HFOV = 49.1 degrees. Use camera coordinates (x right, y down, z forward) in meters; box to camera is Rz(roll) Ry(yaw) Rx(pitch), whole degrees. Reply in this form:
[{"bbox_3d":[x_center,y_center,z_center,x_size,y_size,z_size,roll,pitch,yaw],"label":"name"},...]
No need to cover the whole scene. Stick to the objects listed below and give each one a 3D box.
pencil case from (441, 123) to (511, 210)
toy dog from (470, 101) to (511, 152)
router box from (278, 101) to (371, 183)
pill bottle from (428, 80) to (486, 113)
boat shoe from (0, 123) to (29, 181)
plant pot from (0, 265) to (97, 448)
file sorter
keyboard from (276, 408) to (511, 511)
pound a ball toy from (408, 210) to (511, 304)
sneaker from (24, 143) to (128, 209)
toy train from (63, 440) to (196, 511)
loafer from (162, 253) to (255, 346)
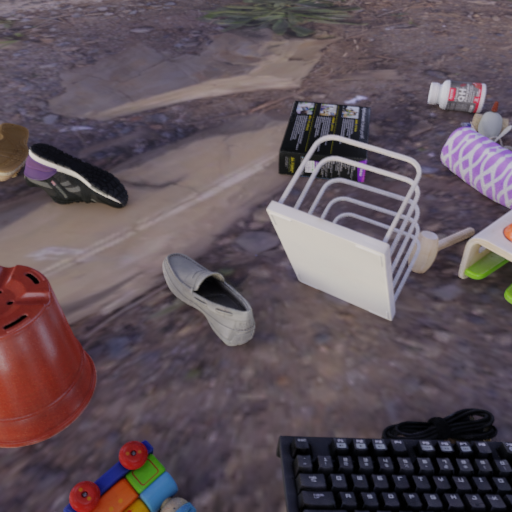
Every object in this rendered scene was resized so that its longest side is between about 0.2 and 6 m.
[{"bbox_3d":[4.298,-1.535,10.071,0.910,0.893,2.129,2,36,-35],"label":"pencil case"},{"bbox_3d":[4.798,-2.604,11.377,0.988,0.721,1.498,0,40,-1],"label":"toy dog"},{"bbox_3d":[1.409,-2.335,11.178,1.646,0.563,2.206,7,41,8],"label":"router box"},{"bbox_3d":[4.504,-3.601,12.610,1.159,0.642,0.642,9,41,10],"label":"pill bottle"},{"bbox_3d":[-4.653,-1.818,10.515,0.725,0.681,1.968,11,31,-18],"label":"boat shoe"},{"bbox_3d":[-2.803,1.055,6.437,1.616,1.571,1.616,0,40,0],"label":"plant pot"},{"bbox_3d":[1.308,-0.354,7.352,1.497,2.157,1.343,23,73,24],"label":"file sorter"},{"bbox_3d":[2.108,2.178,5.503,3.751,0.481,2.253,4,20,-5],"label":"keyboard"},{"bbox_3d":[3.832,-0.363,8.436,2.683,1.140,1.750,-28,48,-29],"label":"pound a ball toy"},{"bbox_3d":[-3.169,-1.214,9.887,1.851,0.811,0.701,28,28,-4],"label":"sneaker"},{"bbox_3d":[-1.436,2.650,5.344,0.950,0.695,1.642,40,53,20],"label":"toy train"},{"bbox_3d":[-0.662,0.456,7.771,0.659,0.657,1.884,-22,47,-38],"label":"loafer"}]
